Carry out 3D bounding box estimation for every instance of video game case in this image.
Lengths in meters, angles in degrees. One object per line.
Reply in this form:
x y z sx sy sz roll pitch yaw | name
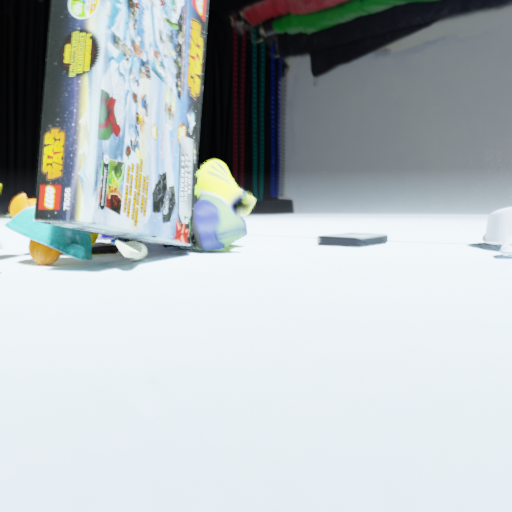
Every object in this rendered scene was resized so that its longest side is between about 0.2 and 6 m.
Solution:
-3.182 -0.123 9.922 1.195 0.152 1.080 -4 7 -30 | video game case

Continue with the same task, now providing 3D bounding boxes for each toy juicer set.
-2.770 -0.206 8.181 3.021 0.822 1.922 22 -3 17 | toy juicer set

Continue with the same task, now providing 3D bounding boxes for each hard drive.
2.058 -0.340 11.869 0.964 0.227 1.382 4 6 36 | hard drive

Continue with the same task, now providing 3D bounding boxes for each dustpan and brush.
4.938 -0.395 9.925 2.406 0.986 3.447 0 -3 40 | dustpan and brush

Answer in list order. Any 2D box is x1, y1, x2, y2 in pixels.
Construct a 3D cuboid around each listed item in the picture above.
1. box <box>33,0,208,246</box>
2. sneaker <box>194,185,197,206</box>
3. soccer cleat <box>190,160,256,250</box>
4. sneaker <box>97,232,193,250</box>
-1.697 -2.452 7.924 0.880 4.413 3.021 3 -4 16 | box
-3.064 -1.543 16.447 3.153 1.764 1.152 -2 6 -21 | sneaker
-0.602 -1.030 10.675 1.249 0.966 2.986 -9 30 6 | soccer cleat
-2.289 -0.539 11.252 1.969 1.083 2.689 -26 30 0 | sneaker
